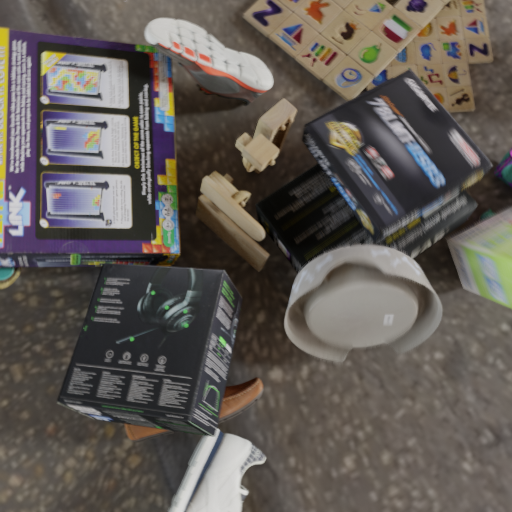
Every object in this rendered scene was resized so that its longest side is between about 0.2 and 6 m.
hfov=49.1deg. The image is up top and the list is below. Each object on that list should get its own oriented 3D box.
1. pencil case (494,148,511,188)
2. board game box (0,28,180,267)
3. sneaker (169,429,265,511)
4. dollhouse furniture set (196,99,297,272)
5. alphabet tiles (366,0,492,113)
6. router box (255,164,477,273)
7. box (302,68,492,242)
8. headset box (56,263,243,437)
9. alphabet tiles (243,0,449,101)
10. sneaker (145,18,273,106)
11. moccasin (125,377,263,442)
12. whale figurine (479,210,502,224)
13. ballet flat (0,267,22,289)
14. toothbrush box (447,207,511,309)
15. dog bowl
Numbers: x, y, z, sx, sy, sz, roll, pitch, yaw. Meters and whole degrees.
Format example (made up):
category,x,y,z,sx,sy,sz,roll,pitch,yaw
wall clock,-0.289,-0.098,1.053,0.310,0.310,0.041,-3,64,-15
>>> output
category,x,y,z,sx,sy,sz,roll,pitch,yaw
pencil case,4.666,-1.202,9.277,1.396,0.645,0.594,38,81,8
board game box,-2.763,-1.606,8.779,2.928,1.004,3.542,0,77,-18
sneaker,-0.764,3.794,8.115,0.989,0.938,2.456,27,81,-4
dollhouse furniture set,0.226,-1.067,8.842,1.435,1.675,1.761,42,68,7
alphabet tiles,3.056,-3.865,10.131,2.326,0.105,2.783,-4,78,-1
router box,1.708,-0.696,8.984,2.801,0.715,2.089,-34,71,-7
box,2.103,-1.585,8.572,2.064,0.517,2.080,-30,74,-9
headset box,-1.422,1.232,8.087,1.999,1.065,2.296,2,63,17
alphabet tiles,1.318,-5.093,10.302,3.867,0.146,3.233,42,82,10
sneaker,-0.845,-3.028,9.204,2.227,0.912,0.858,19,51,-25
moccasin,-0.969,2.172,8.538,2.155,0.788,0.832,-14,87,7
whale figurine,3.974,-0.616,9.357,0.461,0.239,0.367,-14,78,-4
ballet flat,-4.097,-0.718,9.077,0.918,0.918,2.597,-1,76,0
toothbrush box,4.169,-0.003,8.104,1.641,2.254,0.970,-26,103,-6
dog bowl,1.488,0.700,8.051,2.185,2.185,0.641,0,49,0
